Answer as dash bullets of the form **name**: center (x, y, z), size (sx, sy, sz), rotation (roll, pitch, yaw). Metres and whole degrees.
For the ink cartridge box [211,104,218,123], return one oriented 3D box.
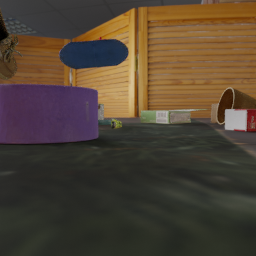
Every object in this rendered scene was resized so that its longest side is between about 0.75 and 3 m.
- **ink cartridge box**: center (4.819, -0.589, 11.573), size (2.264, 0.850, 1.865), rotation (3, 3, 33)

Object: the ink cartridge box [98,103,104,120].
- **ink cartridge box**: center (-2.482, -0.724, 13.351), size (2.220, 0.933, 1.615), rotation (1, 3, 24)

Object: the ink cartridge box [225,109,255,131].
- **ink cartridge box**: center (3.141, -0.195, 6.742), size (1.266, 0.525, 0.929), rotation (-1, 3, -10)

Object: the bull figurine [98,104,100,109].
- **bull figurine**: center (-2.074, -0.541, 10.228), size (1.727, 0.926, 2.845), rotation (3, 4, -28)

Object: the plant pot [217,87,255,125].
- **plant pot**: center (4.135, -0.622, 10.033), size (1.440, 1.342, 1.342), rotation (14, 2, -4)

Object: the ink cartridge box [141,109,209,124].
- **ink cartridge box**: center (2.178, -0.555, 12.981), size (2.646, 0.634, 1.925), rotation (-2, 3, -36)

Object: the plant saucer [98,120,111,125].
- **plant saucer**: center (-1.049, -0.225, 10.917), size (1.064, 0.191, 1.064), rotation (0, 3, 0)

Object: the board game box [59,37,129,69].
- **board game box**: center (-1.031, -2.373, 8.485), size (2.086, 0.406, 1.648), rotation (-6, -14, -4)

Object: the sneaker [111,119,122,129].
- **sneaker**: center (-0.321, -0.126, 7.863), size (0.295, 0.291, 0.772), rotation (0, 4, 0)

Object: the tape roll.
- **tape roll**: center (-1.443, -0.227, 4.590), size (1.911, 0.812, 1.911), rotation (-1, 3, 0)

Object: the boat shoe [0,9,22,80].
- **boat shoe**: center (-3.495, -2.534, 7.295), size (0.907, 2.893, 1.060), rotation (-10, 47, 1)
